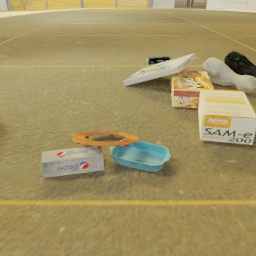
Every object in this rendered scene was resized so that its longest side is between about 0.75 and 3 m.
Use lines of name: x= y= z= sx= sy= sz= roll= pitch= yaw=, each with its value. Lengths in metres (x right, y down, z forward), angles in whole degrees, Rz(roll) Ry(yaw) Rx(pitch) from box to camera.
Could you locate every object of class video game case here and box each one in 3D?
video game case: x=1.409 y=-2.584 z=12.329 sx=2.617 sy=0.288 sz=2.386 roll=-9 pitch=20 yaw=34

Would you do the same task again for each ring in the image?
ring: x=-0.601 y=0.314 z=7.539 sx=1.773 sy=0.170 sz=1.773 roll=2 pitch=10 yaw=0

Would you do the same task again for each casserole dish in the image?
casserole dish: x=0.298 y=0.708 z=7.154 sx=1.576 sy=0.306 sz=0.955 roll=11 pitch=30 yaw=18

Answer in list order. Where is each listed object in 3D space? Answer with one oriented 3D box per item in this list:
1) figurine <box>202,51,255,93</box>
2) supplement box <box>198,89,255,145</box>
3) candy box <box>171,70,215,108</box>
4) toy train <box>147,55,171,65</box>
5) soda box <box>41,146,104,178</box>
figurine: x=4.921 y=-2.342 z=12.151 sx=2.622 sy=1.129 sz=2.558 roll=-22 pitch=39 yaw=-33
supplement box: x=2.954 y=-0.429 z=8.647 sx=1.457 sy=0.850 sz=2.311 roll=5 pitch=26 yaw=11
candy box: x=2.461 y=-1.575 z=10.964 sx=1.474 sy=0.706 sz=2.554 roll=3 pitch=28 yaw=6
toy train: x=1.647 y=-3.624 z=15.043 sx=1.309 sy=0.558 sz=0.746 roll=-5 pitch=16 yaw=-5
soda box: x=-1.333 y=0.803 z=6.805 sx=1.447 sy=0.459 sz=0.494 roll=-6 pitch=29 yaw=-11
